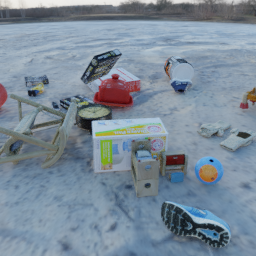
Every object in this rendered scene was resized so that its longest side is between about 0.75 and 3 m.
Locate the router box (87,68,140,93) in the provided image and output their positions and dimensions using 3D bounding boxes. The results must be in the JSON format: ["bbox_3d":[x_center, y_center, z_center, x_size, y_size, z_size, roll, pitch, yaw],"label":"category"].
[{"bbox_3d":[-0.968,-2.710,16.215,2.482,0.675,2.765,-11,29,-21],"label":"router box"}]

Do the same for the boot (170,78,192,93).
[{"bbox_3d":[3.071,-2.260,15.612,1.693,0.616,0.765,-3,58,-36],"label":"boot"}]

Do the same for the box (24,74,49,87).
[{"bbox_3d":[-5.546,-2.888,16.962,1.323,0.320,1.048,-11,29,-21],"label":"box"}]

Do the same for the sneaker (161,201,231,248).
[{"bbox_3d":[1.616,2.263,6.793,1.745,0.684,0.785,19,13,28],"label":"sneaker"}]

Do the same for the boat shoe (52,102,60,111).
[{"bbox_3d":[-3.485,-1.061,13.452,0.289,0.273,0.804,-13,30,-24],"label":"boat shoe"}]

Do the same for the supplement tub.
[{"bbox_3d":[3.052,-3.608,17.199,1.408,1.408,2.297,-3,26,-6],"label":"supplement tub"}]

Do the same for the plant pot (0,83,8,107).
[{"bbox_3d":[-6.458,-1.267,12.701,1.570,1.570,1.389,-2,37,-4],"label":"plant pot"}]

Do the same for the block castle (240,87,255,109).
[{"bbox_3d":[6.391,-1.096,12.798,1.405,0.986,2.102,-28,36,-36],"label":"block castle"}]

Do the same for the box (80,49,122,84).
[{"bbox_3d":[-1.117,-2.615,11.856,0.411,1.349,1.674,45,41,5],"label":"box"}]

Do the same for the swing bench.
[{"bbox_3d":[-3.206,0.070,9.844,2.557,1.659,2.543,5,26,-3],"label":"swing bench"}]

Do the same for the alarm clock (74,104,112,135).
[{"bbox_3d":[-1.400,-0.541,11.907,1.526,0.753,2.263,2,30,5],"label":"alarm clock"}]

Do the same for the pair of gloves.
[{"bbox_3d":[3.834,0.178,10.969,1.648,0.340,1.939,-16,30,-28],"label":"pair of gloves"}]

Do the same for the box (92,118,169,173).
[{"bbox_3d":[0.034,0.524,9.198,2.361,1.328,1.196,-3,28,-8],"label":"box"}]

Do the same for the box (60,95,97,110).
[{"bbox_3d":[-2.399,-1.136,13.502,1.190,0.362,1.476,-20,33,-38],"label":"box"}]

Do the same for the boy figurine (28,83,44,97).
[{"bbox_3d":[-4.943,-2.109,15.364,0.806,0.418,1.297,3,30,13],"label":"boy figurine"}]

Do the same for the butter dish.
[{"bbox_3d":[-0.660,-1.937,13.682,1.935,1.430,1.930,5,21,-4],"label":"butter dish"}]

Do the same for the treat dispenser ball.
[{"bbox_3d":[2.403,1.266,8.320,0.826,0.826,0.826,0,27,0],"label":"treat dispenser ball"}]

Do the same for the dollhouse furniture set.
[{"bbox_3d":[1.021,1.088,8.217,1.730,1.213,1.220,-3,27,-7],"label":"dollhouse furniture set"}]
